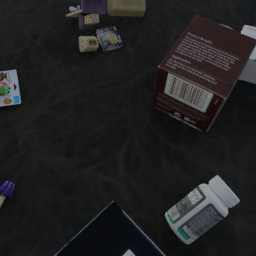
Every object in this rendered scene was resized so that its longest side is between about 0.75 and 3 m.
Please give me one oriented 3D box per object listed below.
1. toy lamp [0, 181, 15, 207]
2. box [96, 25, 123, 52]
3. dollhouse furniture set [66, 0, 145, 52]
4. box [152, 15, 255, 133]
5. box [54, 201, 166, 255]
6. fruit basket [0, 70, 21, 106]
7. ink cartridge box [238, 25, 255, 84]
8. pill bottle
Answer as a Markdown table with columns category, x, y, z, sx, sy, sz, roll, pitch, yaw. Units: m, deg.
| category | x | y | z | sx | sy | sz | roll | pitch | yaw |
| --- | --- | --- | --- | --- | --- | --- | --- | --- | --- |
| toy lamp | -3.524 | 2.142 | 7.509 | 0.433 | 0.433 | 1.489 | 16 | 62 | 8 |
| box | -0.703 | -3.397 | 10.609 | 0.780 | 0.238 | 0.985 | -16 | 62 | -9 |
| dollhouse furniture set | -0.880 | -4.249 | 11.107 | 2.923 | 2.316 | 2.075 | -12 | 18 | -31 |
| box | 2.257 | -1.622 | 8.623 | 2.043 | 2.022 | 2.463 | 29 | 65 | 15 |
| box | 0.085 | 3.220 | 5.622 | 1.573 | 2.679 | 2.635 | -40 | 68 | -19 |
| fruit basket | -4.448 | -1.303 | 9.197 | 1.614 | 0.756 | 1.495 | -13 | 62 | -10 |
| ink cartridge box | 4.306 | -2.610 | 9.696 | 1.114 | 1.086 | 1.734 | 18 | 63 | 9 |
| pill bottle | 1.808 | 1.970 | 6.838 | 1.647 | 0.932 | 0.932 | -41 | 66 | 8 |
